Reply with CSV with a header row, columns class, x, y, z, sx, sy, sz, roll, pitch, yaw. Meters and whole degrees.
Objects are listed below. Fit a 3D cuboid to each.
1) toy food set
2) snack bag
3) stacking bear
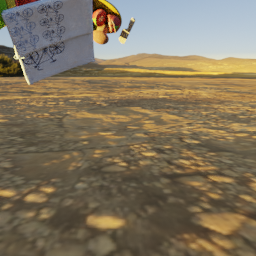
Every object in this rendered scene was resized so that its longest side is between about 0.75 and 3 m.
class,x,y,z,sx,sy,sz,roll,pitch,yaw
toy food set,-1.158,-3.746,9.962,2.755,0.900,1.621,25,-24,-17
snack bag,-1.978,-2.383,7.740,2.383,2.527,0.271,-27,61,-22
stacking bear,-3.419,-3.074,6.933,1.633,1.530,2.690,29,41,14
